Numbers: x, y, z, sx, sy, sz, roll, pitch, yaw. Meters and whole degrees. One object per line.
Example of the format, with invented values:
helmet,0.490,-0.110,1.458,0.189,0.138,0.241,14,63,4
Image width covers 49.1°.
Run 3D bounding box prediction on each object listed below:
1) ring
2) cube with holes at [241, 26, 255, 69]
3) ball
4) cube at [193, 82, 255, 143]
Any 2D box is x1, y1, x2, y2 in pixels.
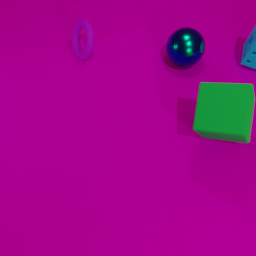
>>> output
ring,-1.393,-2.722,8.613,0.240,1.199,1.199,-10,55,-36
cube with holes,4.122,-2.420,8.397,0.970,0.970,0.970,20,56,4
ball,1.718,-2.412,8.383,1.160,1.160,1.160,0,58,0
cube,2.293,-0.344,6.612,1.142,1.142,1.142,7,82,27
